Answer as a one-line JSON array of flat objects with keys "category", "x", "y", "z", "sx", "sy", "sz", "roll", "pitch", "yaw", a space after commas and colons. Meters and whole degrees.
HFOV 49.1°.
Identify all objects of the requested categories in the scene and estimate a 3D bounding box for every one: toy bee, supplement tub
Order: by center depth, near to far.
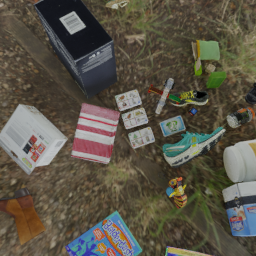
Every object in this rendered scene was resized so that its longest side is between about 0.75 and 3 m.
[{"category": "toy bee", "x": 1.655, "y": 2.080, "z": 9.766, "sx": 1.384, "sy": 0.752, "sz": 0.906, "roll": 45, "pitch": 42, "yaw": 0}, {"category": "supplement tub", "x": 4.569, "y": 1.127, "z": 9.816, "sx": 2.031, "sy": 1.467, "sz": 1.467, "roll": -9, "pitch": 70, "yaw": -3}, {"category": "supplement tub", "x": 4.381, "y": -0.418, "z": 10.883, "sx": 0.921, "sy": 0.565, "sz": 0.565, "roll": -22, "pitch": 71, "yaw": -8}]

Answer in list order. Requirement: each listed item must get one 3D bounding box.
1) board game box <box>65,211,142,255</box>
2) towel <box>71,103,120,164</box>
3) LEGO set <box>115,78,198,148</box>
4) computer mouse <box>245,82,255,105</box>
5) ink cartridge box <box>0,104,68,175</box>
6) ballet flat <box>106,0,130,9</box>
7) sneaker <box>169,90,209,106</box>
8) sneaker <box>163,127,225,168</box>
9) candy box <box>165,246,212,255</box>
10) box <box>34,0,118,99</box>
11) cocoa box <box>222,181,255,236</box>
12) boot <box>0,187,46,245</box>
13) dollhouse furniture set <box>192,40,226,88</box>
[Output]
[{"category": "board game box", "x": -0.786, "y": 3.991, "z": 9.270, "sx": 2.045, "sy": 0.460, "sz": 1.555, "roll": -33, "pitch": 73, "yaw": -11}, {"category": "towel", "x": -1.161, "y": 0.199, "z": 10.101, "sx": 1.421, "sy": 0.224, "sz": 1.973, "roll": 13, "pitch": 83, "yaw": -12}, {"category": "LEGO set", "x": 1.160, "y": -0.663, "z": 10.874, "sx": 2.850, "sy": 0.699, "sz": 2.129, "roll": -20, "pitch": 87, "yaw": -5}, {"category": "computer mouse", "x": 5.161, "y": -1.289, "z": 11.381, "sx": 1.197, "sy": 0.316, "sz": 0.829, "roll": -37, "pitch": 71, "yaw": -25}, {"category": "ink cartridge box", "x": -3.560, "y": 0.421, "z": 10.286, "sx": 1.987, "sy": 0.833, "sz": 1.744, "roll": 42, "pitch": 101, "yaw": 14}, {"category": "ballet flat", "x": -0.451, "y": -5.776, "z": 13.009, "sx": 1.169, "sy": 0.412, "sz": 0.382, "roll": -23, "pitch": 86, "yaw": -5}, {"category": "sneaker", "x": 2.436, "y": -1.275, "z": 11.149, "sx": 1.584, "sy": 0.670, "sz": 0.590, "roll": -3, "pitch": 69, "yaw": -1}, {"category": "sneaker", "x": 2.466, "y": 0.506, "z": 10.375, "sx": 2.510, "sy": 0.973, "sz": 1.000, "roll": -24, "pitch": 63, "yaw": -9}, {"category": "candy box", "x": 1.991, "y": 5.048, "z": 8.648, "sx": 1.936, "sy": 0.882, "sz": 2.289, "roll": 10, "pitch": 68, "yaw": 5}, {"category": "box", "x": -1.874, "y": -3.151, "z": 10.762, "sx": 1.551, "sy": 2.712, "sz": 2.979, "roll": -32, "pitch": 73, "yaw": -11}, {"category": "cocoa box", "x": 4.654, "y": 2.585, "z": 9.175, "sx": 2.431, "sy": 1.621, "sz": 1.595, "roll": -6, "pitch": 70, "yaw": -2}, {"category": "boot", "x": -3.896, "y": 3.169, "z": 9.663, "sx": 1.627, "sy": 0.592, "sz": 1.728, "roll": -23, "pitch": 78, "yaw": -16}, {"category": "dollhouse furniture set", "x": 3.397, "y": -2.898, "z": 11.631, "sx": 1.179, "sy": 0.911, "sz": 2.359, "roll": -2, "pitch": 69, "yaw": -1}]
